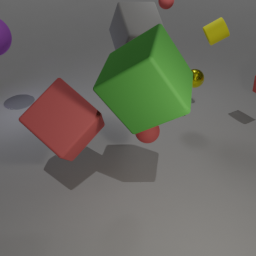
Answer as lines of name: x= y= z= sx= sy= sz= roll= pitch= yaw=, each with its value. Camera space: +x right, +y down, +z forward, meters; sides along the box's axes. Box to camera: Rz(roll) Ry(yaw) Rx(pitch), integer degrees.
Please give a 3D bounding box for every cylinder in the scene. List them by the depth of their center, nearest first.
cylinder: x=3.079 y=-3.371 z=9.795 sx=0.700 sy=0.700 sz=0.700 roll=-26 pitch=28 yaw=18

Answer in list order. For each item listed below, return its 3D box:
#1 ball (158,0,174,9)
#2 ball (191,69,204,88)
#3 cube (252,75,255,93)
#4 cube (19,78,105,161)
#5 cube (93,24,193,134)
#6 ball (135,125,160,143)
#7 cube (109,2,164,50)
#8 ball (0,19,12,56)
ball: x=1.700 y=-5.658 z=12.456 sx=0.700 sy=0.700 sz=0.700 roll=0 pitch=33 yaw=0
ball: x=2.482 y=-1.845 z=10.429 sx=0.700 sy=0.700 sz=0.700 roll=0 pitch=33 yaw=0
cube: x=5.072 y=-1.585 z=10.138 sx=0.700 sy=0.700 sz=0.700 roll=-25 pitch=43 yaw=-14
cube: x=-1.592 y=-0.147 z=7.154 sx=1.400 sy=1.400 sz=1.400 roll=41 pitch=82 yaw=6
cube: x=0.382 y=-0.977 z=5.817 sx=1.400 sy=1.400 sz=1.400 roll=-22 pitch=34 yaw=32
ball: x=0.540 y=0.082 z=7.852 sx=0.700 sy=0.700 sz=0.700 roll=0 pitch=33 yaw=0
cube: x=0.291 y=-3.423 z=9.936 sx=1.400 sy=1.400 sz=1.400 roll=-10 pitch=72 yaw=-21
ball: x=-4.831 y=-3.211 z=9.818 sx=1.400 sy=1.400 sz=1.400 roll=0 pitch=33 yaw=0
